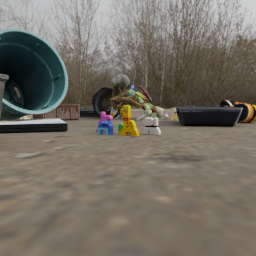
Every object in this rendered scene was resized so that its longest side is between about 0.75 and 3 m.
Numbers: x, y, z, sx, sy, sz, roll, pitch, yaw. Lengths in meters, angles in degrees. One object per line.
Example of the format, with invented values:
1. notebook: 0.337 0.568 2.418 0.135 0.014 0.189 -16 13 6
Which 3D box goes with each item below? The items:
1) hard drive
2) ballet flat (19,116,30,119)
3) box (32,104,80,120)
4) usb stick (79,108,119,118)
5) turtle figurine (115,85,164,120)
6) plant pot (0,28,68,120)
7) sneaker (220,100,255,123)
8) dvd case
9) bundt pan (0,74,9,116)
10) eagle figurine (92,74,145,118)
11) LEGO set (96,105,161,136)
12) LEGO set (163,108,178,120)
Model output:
1. hard drive: 2.546 -0.442 9.170 1.927 0.605 2.857 1 5 10
2. ballet flat: -3.999 -0.376 9.799 1.197 0.383 0.453 -2 4 -32
3. box: -2.947 -0.645 11.418 1.821 0.682 0.912 0 4 -19
4. usb stick: -1.823 -0.741 13.754 2.786 0.454 0.772 2 5 23
5. turtle figurine: 0.529 -0.747 12.349 1.891 1.951 1.404 21 -33 -38
6. plant pot: -3.552 -1.320 8.572 2.488 2.488 2.437 -5 -9 -45
7. sneaker: 4.174 -0.558 10.304 1.011 0.786 2.248 7 7 -7
8. dvd case: -2.557 -0.089 7.307 1.717 0.211 2.407 -1 5 -18
9. bundt pan: -3.172 -0.239 3.835 2.890 1.085 2.890 -1 4 0
10. eagle figurine: -0.530 -1.145 12.225 1.709 1.718 2.264 -41 10 -13
11. LEGO set: -0.102 -0.172 5.846 1.494 0.613 0.570 2 6 24
12. LEGO set: 2.183 -0.610 11.867 1.354 0.504 0.623 -2 5 -23
